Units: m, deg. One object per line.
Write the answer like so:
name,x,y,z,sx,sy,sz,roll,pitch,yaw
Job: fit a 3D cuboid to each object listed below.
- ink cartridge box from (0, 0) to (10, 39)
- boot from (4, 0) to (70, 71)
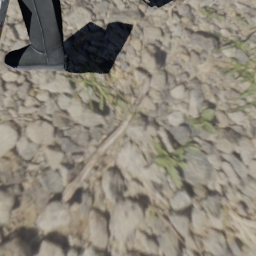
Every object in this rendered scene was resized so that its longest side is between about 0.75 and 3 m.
ink cartridge box,-3.044,-2.116,5.432,1.089,1.500,0.626,21,39,-19
boot,-2.181,-2.221,6.123,1.591,1.931,0.634,1,47,2
